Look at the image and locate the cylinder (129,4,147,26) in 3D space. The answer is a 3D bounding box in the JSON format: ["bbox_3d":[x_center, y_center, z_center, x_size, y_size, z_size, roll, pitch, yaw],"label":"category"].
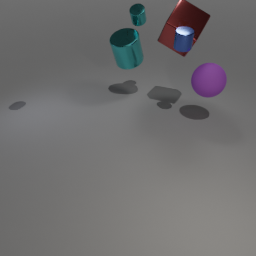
[{"bbox_3d":[0.458,-5.139,12.739,0.700,0.700,0.700,-4,68,9],"label":"cylinder"}]

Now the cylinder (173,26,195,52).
[{"bbox_3d":[2.097,-3.338,10.534,0.700,0.700,0.700,0,46,0],"label":"cylinder"}]

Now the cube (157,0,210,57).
[{"bbox_3d":[2.277,-4.116,11.606,1.400,1.400,1.400,31,75,-1],"label":"cube"}]

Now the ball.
[{"bbox_3d":[3.295,-1.949,11.444,1.400,1.400,1.400,0,30,0],"label":"ball"}]

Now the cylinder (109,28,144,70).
[{"bbox_3d":[-0.048,-3.770,13.370,1.400,1.400,1.400,-7,53,10],"label":"cylinder"}]
